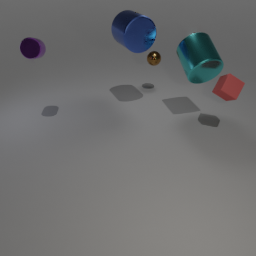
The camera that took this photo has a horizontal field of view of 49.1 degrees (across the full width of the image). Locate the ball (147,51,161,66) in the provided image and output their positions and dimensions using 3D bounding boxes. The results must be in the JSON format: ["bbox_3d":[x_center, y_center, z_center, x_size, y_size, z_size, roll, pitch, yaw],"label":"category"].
[{"bbox_3d":[1.258,-3.366,13.557,0.700,0.700,0.700,0,32,0],"label":"ball"}]

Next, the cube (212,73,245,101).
[{"bbox_3d":[3.665,-1.475,10.252,0.700,0.700,0.700,30,-4,-10],"label":"cube"}]

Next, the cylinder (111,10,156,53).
[{"bbox_3d":[0.214,-3.870,11.210,1.400,1.400,1.400,-13,34,-20],"label":"cylinder"}]

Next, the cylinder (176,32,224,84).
[{"bbox_3d":[2.740,-2.666,10.764,1.400,1.400,1.400,-8,62,-13],"label":"cylinder"}]

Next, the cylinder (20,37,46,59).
[{"bbox_3d":[-3.256,-2.733,9.616,0.700,0.700,0.700,-1,16,-2],"label":"cylinder"}]
